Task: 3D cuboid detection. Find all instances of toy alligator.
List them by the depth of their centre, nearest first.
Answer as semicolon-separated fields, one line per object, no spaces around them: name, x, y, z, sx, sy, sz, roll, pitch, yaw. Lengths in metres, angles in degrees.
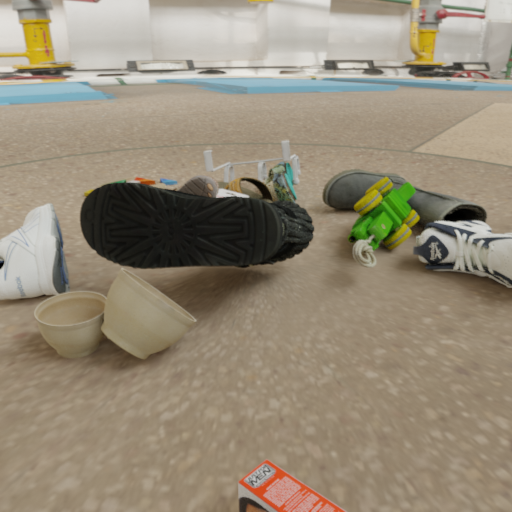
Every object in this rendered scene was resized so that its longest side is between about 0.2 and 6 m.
toy alligator;2.321;-0.548;11.222;1.043;1.140;3.843;-38;4;38

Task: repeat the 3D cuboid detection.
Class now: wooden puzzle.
wooden puzzle;-3.369;-1.901;15.201;1.524;0.264;2.259;16;27;32

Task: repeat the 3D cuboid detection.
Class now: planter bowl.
planter bowl;-1.546;0.854;7.538;1.233;0.830;1.233;36;-4;3
planter bowl;-2.518;1.001;7.811;0.980;0.659;0.980;-1;24;0

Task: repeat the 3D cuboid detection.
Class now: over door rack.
over door rack;-0.004;-2.195;14.365;2.093;0.943;2.832;-6;1;10

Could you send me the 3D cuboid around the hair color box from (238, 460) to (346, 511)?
hair color box;0.452;2.344;4.623;1.325;0.673;0.406;19;30;40

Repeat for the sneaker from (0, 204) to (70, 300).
sneaker;-4.128;-0.144;10.075;1.293;1.106;2.969;-12;25;-16

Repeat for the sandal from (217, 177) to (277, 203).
sandal;-0.154;-1.446;13.410;1.196;0.804;2.979;-16;28;-33

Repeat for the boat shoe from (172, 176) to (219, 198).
boat shoe;-1.637;-0.981;11.484;2.126;0.805;0.763;-24;11;17

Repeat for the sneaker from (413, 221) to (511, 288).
sneaker;3.673;-0.031;9.852;1.611;0.988;2.475;-5;23;-7

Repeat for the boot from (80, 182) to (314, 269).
boot;-0.871;-0.448;9.412;3.436;1.293;2.569;8;7;14

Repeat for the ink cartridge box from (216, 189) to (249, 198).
ink cartridge box;-1.058;-0.992;12.635;0.991;0.571;1.711;20;30;39

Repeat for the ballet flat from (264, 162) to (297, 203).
ballet flat;0.599;-1.785;14.491;0.886;0.886;2.388;1;21;3

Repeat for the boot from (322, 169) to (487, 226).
boot;3.271;-1.143;12.721;2.619;1.045;2.881;-11;32;-20
